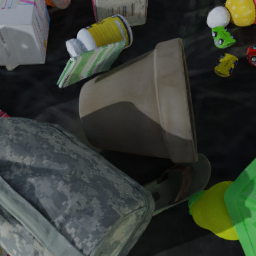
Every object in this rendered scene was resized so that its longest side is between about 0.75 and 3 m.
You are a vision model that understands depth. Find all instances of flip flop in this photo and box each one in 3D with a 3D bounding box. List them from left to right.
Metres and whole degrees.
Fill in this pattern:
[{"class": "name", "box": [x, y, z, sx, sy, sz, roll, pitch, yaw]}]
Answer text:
[{"class": "flip flop", "box": [0.944, 1.186, 5.965, 2.077, 0.598, 0.842, -24, 62, -17]}]

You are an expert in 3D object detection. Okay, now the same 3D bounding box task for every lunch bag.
[{"class": "lunch bag", "box": [-1.231, 1.147, 4.570, 2.894, 2.427, 2.016, 35, 85, 19]}]

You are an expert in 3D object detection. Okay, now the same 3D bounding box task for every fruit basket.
[{"class": "fruit basket", "box": [2.321, 1.487, 5.162, 1.709, 2.370, 2.370, -38, 66, -18]}]

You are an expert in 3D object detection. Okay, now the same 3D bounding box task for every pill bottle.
[{"class": "pill bottle", "box": [-0.815, -2.462, 7.959, 1.739, 0.974, 0.974, -30, 63, -17]}]

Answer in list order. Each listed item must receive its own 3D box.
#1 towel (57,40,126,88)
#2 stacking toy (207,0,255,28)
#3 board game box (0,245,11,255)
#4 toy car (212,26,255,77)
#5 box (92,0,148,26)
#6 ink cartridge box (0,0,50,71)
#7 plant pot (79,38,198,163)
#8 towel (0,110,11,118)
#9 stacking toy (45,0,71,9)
[{"class": "towel", "box": [-0.694, -1.232, 5.419, 1.278, 0.975, 0.150, -28, 82, -36]}, {"class": "stacking toy", "box": [3.712, -3.780, 8.558, 2.664, 1.947, 1.947, -25, 61, 4]}, {"class": "board game box", "box": [-2.547, 2.737, 4.836, 1.885, 0.436, 1.428, -23, 60, -32]}, {"class": "toy car", "box": [3.033, -2.278, 8.180, 1.919, 0.428, 1.806, -18, 60, -11]}, {"class": "box", "box": [-0.437, -4.591, 9.006, 1.615, 1.376, 2.525, -10, 59, -6]}, {"class": "ink cartridge box", "box": [-3.138, -2.884, 7.941, 1.418, 1.456, 2.265, -4, 60, -3]}, {"class": "plant pot", "box": [0.244, -0.448, 6.088, 2.221, 2.560, 2.560, -7, 58, 14]}, {"class": "towel", "box": [-3.914, -0.174, 7.044, 1.726, 0.194, 1.248, 29, 65, 18]}, {"class": "stacking toy", "box": [-3.008, -4.592, 9.259, 1.975, 1.443, 1.443, -1, 57, 19]}]
